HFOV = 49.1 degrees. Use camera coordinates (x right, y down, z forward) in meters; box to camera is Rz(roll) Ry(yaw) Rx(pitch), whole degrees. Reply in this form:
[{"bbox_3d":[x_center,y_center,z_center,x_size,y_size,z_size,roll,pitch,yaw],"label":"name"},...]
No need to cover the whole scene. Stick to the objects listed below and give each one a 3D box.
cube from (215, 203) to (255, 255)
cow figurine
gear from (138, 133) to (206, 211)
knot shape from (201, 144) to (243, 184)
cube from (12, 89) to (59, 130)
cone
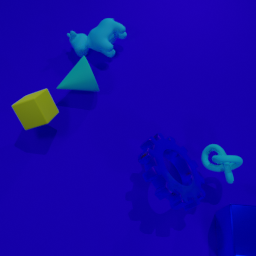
[{"bbox_3d":[2.807,2.485,6.588,1.127,1.127,1.127,4,64,1],"label":"cube"},{"bbox_3d":[-1.073,-3.032,9.322,1.622,0.905,1.649,32,87,9],"label":"cow figurine"},{"bbox_3d":[1.123,1.056,7.003,1.980,0.366,1.980,31,36,-26],"label":"gear"},{"bbox_3d":[2.398,0.939,7.029,0.492,1.065,0.996,-41,112,-19],"label":"knot shape"},{"bbox_3d":[-2.499,-0.512,7.632,0.761,0.761,0.761,-15,23,19],"label":"cube"},{"bbox_3d":[-1.617,-1.416,8.441,1.145,1.140,1.140,-24,66,-5],"label":"cone"}]
